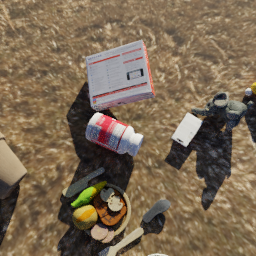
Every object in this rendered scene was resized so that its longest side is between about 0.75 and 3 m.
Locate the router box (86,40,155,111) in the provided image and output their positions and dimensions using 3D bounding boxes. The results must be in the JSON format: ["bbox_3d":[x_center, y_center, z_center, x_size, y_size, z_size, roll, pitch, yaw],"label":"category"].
[{"bbox_3d":[-0.335,-1.974,10.731,2.408,0.588,2.161,-12,74,15],"label":"router box"}]

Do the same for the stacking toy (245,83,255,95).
[{"bbox_3d":[5.198,-1.595,11.116,1.117,0.816,0.816,-24,70,7],"label":"stacking toy"}]

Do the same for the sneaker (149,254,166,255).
[{"bbox_3d":[0.405,4.388,8.508,2.228,0.975,0.844,-5,72,-5],"label":"sneaker"}]

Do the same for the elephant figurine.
[{"bbox_3d":[3.502,-0.777,10.596,1.280,1.167,1.650,-21,50,-38],"label":"elephant figurine"}]

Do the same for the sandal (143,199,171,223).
[{"bbox_3d":[0.966,2.816,9.594,1.093,0.234,0.416,-34,65,-2],"label":"sandal"}]

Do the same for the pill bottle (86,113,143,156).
[{"bbox_3d":[-0.464,0.277,10.055,1.902,1.068,1.068,24,70,9],"label":"pill bottle"}]

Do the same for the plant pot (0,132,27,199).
[{"bbox_3d":[-4.468,1.360,9.385,1.821,2.089,2.089,39,73,-6],"label":"plant pot"}]

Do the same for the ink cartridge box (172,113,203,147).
[{"bbox_3d":[2.215,0.105,10.586,0.682,0.315,1.251,33,73,12],"label":"ink cartridge box"}]

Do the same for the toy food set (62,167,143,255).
[{"bbox_3d":[-0.860,2.790,9.386,1.947,0.566,2.821,-33,72,-12],"label":"toy food set"}]
